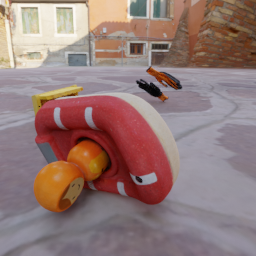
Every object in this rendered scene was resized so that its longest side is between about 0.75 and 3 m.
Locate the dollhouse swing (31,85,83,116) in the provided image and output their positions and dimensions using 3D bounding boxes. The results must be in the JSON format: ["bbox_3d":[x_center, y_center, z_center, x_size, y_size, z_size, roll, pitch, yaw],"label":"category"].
[{"bbox_3d":[-2.133,-0.719,8.987,1.424,1.294,1.252,-21,32,-33],"label":"dollhouse swing"}]

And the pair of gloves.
[{"bbox_3d":[1.351,-1.948,12.461,1.743,0.242,1.957,29,-25,-13],"label":"pair of gloves"}]

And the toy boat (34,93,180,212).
[{"bbox_3d":[-0.583,0.487,3.895,2.486,1.623,1.625,0,33,40],"label":"toy boat"}]
